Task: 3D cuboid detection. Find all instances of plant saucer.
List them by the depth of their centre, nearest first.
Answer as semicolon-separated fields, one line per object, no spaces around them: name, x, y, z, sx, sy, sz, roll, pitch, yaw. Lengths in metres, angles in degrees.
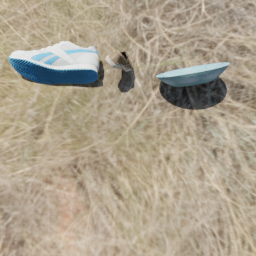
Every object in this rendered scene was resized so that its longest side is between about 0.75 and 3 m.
plant saucer;2.023;-1.634;8.793;2.257;2.257;0.435;-12;104;-5

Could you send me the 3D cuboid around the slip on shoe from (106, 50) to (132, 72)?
slip on shoe;-0.161;-2.201;8.954;0.483;1.593;0.606;-42;79;22

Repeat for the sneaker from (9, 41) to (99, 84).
sneaker;-2.421;-2.227;9.372;2.926;1.120;1.182;4;65;-5
